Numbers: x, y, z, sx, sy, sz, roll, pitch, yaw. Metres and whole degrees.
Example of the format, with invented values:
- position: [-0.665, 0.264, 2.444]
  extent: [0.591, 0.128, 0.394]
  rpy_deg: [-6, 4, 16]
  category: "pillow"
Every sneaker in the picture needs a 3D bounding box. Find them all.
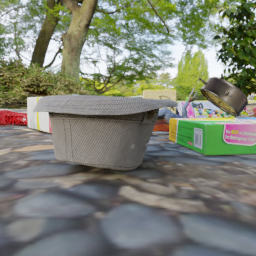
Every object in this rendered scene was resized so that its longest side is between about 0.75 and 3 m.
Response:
- position: [-4.683, -0.429, 11.660]
  extent: [1.109, 0.752, 1.920]
  rpy_deg: [3, 7, 45]
  category: "sneaker"

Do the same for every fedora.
- position: [-0.304, 0.053, 4.333]
  extent: [2.053, 1.048, 2.321]
  rpy_deg: [2, 5, 22]
  category: "fedora"

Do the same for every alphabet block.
- position: [1.450, -0.995, 13.172]
  extent: [1.528, 1.564, 1.536]
  rpy_deg: [-1, 5, 0]
  category: "alphabet block"

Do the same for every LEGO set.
- position: [3.912, -0.537, 9.416]
  extent: [2.526, 0.940, 1.162]
  rpy_deg: [2, 42, -1]
  category: "LEGO set"

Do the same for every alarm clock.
- position: [2.700, -0.796, 7.656]
  extent: [1.821, 0.606, 1.228]
  rpy_deg: [38, 3, -46]
  category: "alarm clock"

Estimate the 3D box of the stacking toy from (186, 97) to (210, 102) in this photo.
- position: [3.667, -0.818, 11.840]
  extent: [1.798, 0.560, 2.384]
  rpy_deg: [-1, 34, -10]
  category: "stacking toy"

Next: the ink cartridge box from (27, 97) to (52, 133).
- position: [-2.050, -0.500, 9.703]
  extent: [2.065, 1.187, 2.845]
  rpy_deg: [-4, 6, -37]
  category: "ink cartridge box"

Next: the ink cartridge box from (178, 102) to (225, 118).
- position: [3.111, -0.473, 10.422]
  extent: [2.288, 0.480, 1.365]
  rpy_deg: [1, 36, -4]
  category: "ink cartridge box"

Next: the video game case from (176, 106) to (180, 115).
- position: [3.636, -0.676, 13.505]
  extent: [2.578, 0.646, 2.844]
  rpy_deg: [-1, 11, 3]
  category: "video game case"

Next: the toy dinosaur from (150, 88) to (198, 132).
- position: [1.370, -0.104, 8.868]
  extent: [2.254, 2.483, 1.304]
  rpy_deg: [30, -26, -14]
  category: "toy dinosaur"

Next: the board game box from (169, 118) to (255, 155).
- position: [2.637, 0.109, 6.342]
  extent: [2.887, 0.582, 2.209]
  rpy_deg: [-1, 5, -10]
  category: "board game box"
